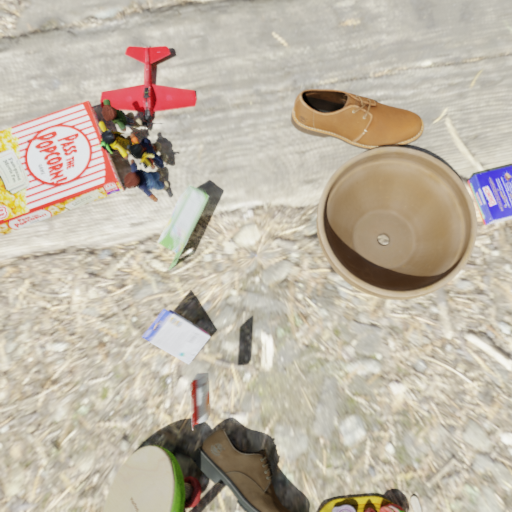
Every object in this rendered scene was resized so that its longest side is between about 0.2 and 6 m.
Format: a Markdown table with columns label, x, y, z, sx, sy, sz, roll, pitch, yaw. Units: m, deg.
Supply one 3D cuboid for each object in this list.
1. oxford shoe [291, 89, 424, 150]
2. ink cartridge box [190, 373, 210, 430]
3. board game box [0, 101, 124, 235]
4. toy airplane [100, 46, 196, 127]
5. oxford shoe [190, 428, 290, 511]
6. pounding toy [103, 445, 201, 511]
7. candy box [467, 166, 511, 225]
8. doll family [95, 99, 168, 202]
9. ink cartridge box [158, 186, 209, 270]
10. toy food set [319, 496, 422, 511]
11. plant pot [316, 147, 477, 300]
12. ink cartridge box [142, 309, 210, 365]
| label | x | y | z | sx | sy | sz | roll | pitch | yaw |
| --- | --- | --- | --- | --- | --- | --- | --- | --- | --- |
| oxford shoe | 2.025 | -2.725 | 10.958 | 2.650 | 0.944 | 0.945 | 7 | 72 | 0 |
| ink cartridge box | -0.791 | 2.049 | 7.973 | 0.200 | 0.797 | 0.646 | -2 | 89 | -1 |
| board game box | -4.053 | -1.717 | 10.826 | 2.460 | 0.570 | 1.864 | -22 | 75 | -6 |
| toy airplane | -2.193 | -3.551 | 11.482 | 2.000 | 0.368 | 2.000 | 1 | 74 | -2 |
| oxford shoe | 0.014 | 3.682 | 9.129 | 2.185 | 0.794 | 0.922 | 40 | 76 | 11 |
| pounding toy | -1.455 | 4.212 | 8.766 | 1.766 | 1.062 | 2.288 | -43 | 37 | 18 |
| candy box | 4.813 | -1.190 | 10.745 | 1.147 | 0.442 | 0.970 | -13 | 76 | -5 |
| doll family | -2.325 | -1.950 | 10.439 | 0.811 | 1.195 | 2.067 | -44 | 83 | 13 |
| ink cartridge box | -1.426 | -0.510 | 10.311 | 0.430 | 0.752 | 1.449 | 27 | 72 | -14 |
| toy food set | 1.877 | 4.504 | 8.948 | 2.009 | 0.656 | 1.182 | -6 | 74 | -2 |
| plant pot | 2.400 | -0.465 | 10.104 | 2.734 | 1.262 | 2.734 | 0 | 73 | -1 |
| ink cartridge box | -1.393 | 1.375 | 9.712 | 1.076 | 0.226 | 0.642 | 37 | 92 | -33 |
